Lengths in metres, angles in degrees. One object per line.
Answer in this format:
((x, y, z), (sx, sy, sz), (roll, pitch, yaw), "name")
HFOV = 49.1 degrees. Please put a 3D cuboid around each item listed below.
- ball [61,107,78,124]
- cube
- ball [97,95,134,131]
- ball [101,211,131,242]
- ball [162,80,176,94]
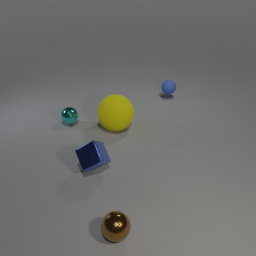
((-2.354, -0.497, 11.271), (0.700, 0.700, 0.700), (0, 31, 0), "ball")
((-1.065, 0.861, 8.591), (0.700, 0.700, 0.700), (-28, -15, 13), "cube")
((-0.479, -0.590, 10.839), (1.400, 1.400, 1.400), (0, 31, 0), "ball")
((-0.286, 2.332, 6.656), (0.700, 0.700, 0.700), (0, 31, 0), "ball")
((1.954, -1.959, 13.392), (0.700, 0.700, 0.700), (0, 31, 0), "ball")
